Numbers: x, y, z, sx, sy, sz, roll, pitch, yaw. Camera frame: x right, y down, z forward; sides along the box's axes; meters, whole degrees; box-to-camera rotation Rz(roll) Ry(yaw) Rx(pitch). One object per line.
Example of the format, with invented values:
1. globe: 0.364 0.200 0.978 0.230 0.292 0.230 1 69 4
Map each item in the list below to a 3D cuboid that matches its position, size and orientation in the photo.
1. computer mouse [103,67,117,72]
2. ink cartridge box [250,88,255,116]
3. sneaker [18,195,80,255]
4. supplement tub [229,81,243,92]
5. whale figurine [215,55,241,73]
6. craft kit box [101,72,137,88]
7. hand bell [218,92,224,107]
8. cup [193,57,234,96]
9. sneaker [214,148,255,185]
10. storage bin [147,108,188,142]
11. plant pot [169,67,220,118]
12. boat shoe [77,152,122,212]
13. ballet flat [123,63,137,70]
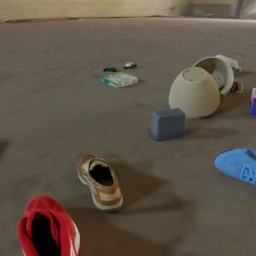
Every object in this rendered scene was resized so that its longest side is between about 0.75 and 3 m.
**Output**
1. computer mouse: -1.052 -3.511 16.721 0.839 0.221 0.581 10 28 18
2. ink cartridge box: 5.140 -1.017 11.299 0.292 0.746 1.576 8 28 16
3. sneaker: -1.374 1.728 5.003 1.098 1.619 2.802 -14 30 -25
4. supplement tub: 5.023 -1.990 13.449 0.836 0.512 0.512 4 27 9
5. whale figurine: 5.505 -3.364 15.827 1.668 1.088 2.097 29 14 27
6. craft kit box: -0.463 -2.540 14.758 1.383 0.340 1.401 -19 33 -37
7. hand bell: 3.537 -1.382 12.251 0.653 0.653 1.255 -9 22 -16
8. cup: 3.822 -2.199 12.729 1.894 1.894 1.354 11 11 21
9. sneaker: 3.394 1.140 7.029 2.434 0.802 0.954 12 27 21
10. storage bin: 1.352 -0.179 9.553 1.291 0.867 0.940 -8 28 -16
11. plant pot: 2.590 -1.567 10.978 2.019 1.356 2.019 -6 48 7
12. boat shoe: -0.717 1.136 7.045 0.826 0.806 2.182 -13 30 -24
13. ballet flat: 0.109 -3.843 17.233 1.006 0.344 0.342 -20 35 -33
